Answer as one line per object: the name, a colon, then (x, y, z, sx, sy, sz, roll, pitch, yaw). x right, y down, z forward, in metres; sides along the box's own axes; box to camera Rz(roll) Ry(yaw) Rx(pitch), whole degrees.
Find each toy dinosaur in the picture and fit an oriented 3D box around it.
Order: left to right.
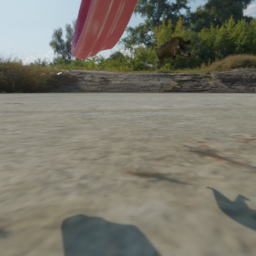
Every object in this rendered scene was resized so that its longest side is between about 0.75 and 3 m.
toy dinosaur: (0.760, -1.390, 4.951, 0.557, 0.419, 1.090, 5, 4, -30)

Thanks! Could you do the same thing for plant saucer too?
plant saucer: (-0.271, -2.206, 4.302, 0.618, 2.438, 2.438, 13, 4, -19)
